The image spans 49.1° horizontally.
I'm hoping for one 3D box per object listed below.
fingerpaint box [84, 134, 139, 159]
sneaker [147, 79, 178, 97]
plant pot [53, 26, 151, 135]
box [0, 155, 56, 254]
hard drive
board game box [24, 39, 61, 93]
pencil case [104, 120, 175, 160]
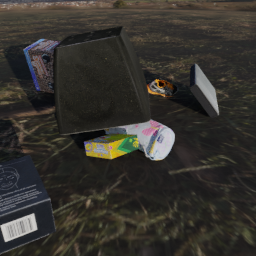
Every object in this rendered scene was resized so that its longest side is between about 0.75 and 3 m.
[{"bbox_3d":[-0.418,0.439,7.031,0.905,0.398,1.085,-17,11,-40],"label":"fingerpaint box"},{"bbox_3d":[1.408,-1.555,10.706,1.423,0.550,0.557,-2,63,-33],"label":"sneaker"},{"bbox_3d":[-0.768,-1.434,7.575,2.399,2.128,2.393,-9,27,7],"label":"plant pot"},{"bbox_3d":[-2.186,1.366,5.258,1.169,0.844,1.576,-15,32,-25],"label":"box"},{"bbox_3d":[2.655,-1.357,9.860,0.320,1.359,1.947,-32,20,28],"label":"hard drive"},{"bbox_3d":[-2.632,-2.350,11.027,2.278,1.816,1.103,12,42,23],"label":"board game box"},{"bbox_3d":[0.256,0.123,7.607,2.038,0.847,0.924,27,83,39],"label":"pencil case"}]
